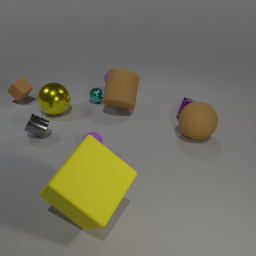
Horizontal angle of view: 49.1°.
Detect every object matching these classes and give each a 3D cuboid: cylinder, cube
[{"bbox_3d":[-3.380,-0.093,10.405,0.700,0.700,0.700,25,23,-20],"label":"cylinder"},{"bbox_3d":[-0.296,-1.649,12.076,1.400,1.400,1.400,10,-10,2],"label":"cylinder"},{"bbox_3d":[-4.982,-1.785,12.951,0.700,0.700,0.700,46,39,-8],"label":"cube"},{"bbox_3d":[2.523,-0.835,11.751,0.700,0.700,0.700,19,20,-7],"label":"cylinder"},{"bbox_3d":[-0.926,1.265,6.328,1.400,1.400,1.400,40,59,-6],"label":"cube"}]

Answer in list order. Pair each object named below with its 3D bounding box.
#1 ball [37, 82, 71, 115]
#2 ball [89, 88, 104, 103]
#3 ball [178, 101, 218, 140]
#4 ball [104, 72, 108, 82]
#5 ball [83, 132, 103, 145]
[{"bbox_3d":[-3.167,-1.249,12.005,1.400,1.400,1.400,0,30,0],"label":"ball"},{"bbox_3d":[-1.485,-1.545,13.142,0.700,0.700,0.700,0,30,0],"label":"ball"},{"bbox_3d":[2.553,-0.266,10.220,1.400,1.400,1.400,0,30,0],"label":"ball"},{"bbox_3d":[-0.863,-2.552,14.319,0.700,0.700,0.700,0,30,0],"label":"ball"},{"bbox_3d":[-1.215,0.491,9.629,0.700,0.700,0.700,0,30,0],"label":"ball"}]
